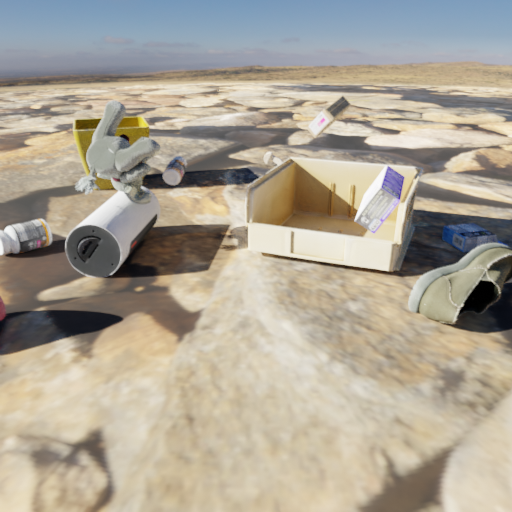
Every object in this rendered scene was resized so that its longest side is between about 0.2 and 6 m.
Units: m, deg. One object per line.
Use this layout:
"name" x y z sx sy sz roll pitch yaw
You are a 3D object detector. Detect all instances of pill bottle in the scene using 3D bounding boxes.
"pill bottle" -1.671 -1.774 11.581 0.375 0.375 0.644 4 40 10
"pill bottle" -4.977 -0.390 11.947 1.049 0.610 0.610 -20 30 -39

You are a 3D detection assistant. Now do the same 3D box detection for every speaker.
"speaker" -2.918 -0.592 11.743 1.135 1.135 2.794 2 22 6

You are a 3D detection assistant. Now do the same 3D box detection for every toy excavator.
"toy excavator" 0.779 -2.399 16.119 1.101 1.132 0.566 5 22 12

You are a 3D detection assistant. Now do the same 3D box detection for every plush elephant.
"plush elephant" -2.682 -1.875 11.519 1.554 1.886 1.461 40 6 18

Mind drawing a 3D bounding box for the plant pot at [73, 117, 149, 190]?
"plant pot" -4.295 -3.077 16.829 2.089 1.843 2.089 -6 24 -15

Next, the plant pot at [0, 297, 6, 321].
"plant pot" -4.618 0.839 8.442 1.180 1.180 1.056 12 40 27

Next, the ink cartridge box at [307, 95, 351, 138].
"ink cartridge box" 1.483 -2.845 11.457 0.645 0.294 0.783 -41 2 -29

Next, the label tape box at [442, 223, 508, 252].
"label tape box" 4.835 -0.429 12.346 1.139 0.376 0.816 -8 23 -14

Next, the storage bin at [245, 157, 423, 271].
"storage bin" 1.761 -1.007 12.266 3.209 1.504 3.186 9 23 19

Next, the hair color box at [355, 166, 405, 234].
"hair color box" 2.561 -1.185 11.503 0.523 0.881 1.613 35 30 2

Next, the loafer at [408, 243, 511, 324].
"loafer" 3.697 0.561 9.429 2.632 0.990 0.917 -21 42 -31
